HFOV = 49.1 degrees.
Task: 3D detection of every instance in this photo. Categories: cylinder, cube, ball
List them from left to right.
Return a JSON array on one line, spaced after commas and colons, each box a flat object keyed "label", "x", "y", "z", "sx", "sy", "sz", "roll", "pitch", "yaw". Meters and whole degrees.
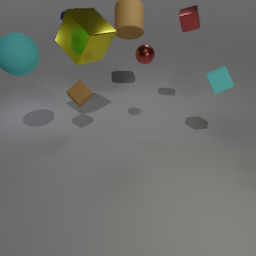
[{"label": "ball", "x": -3.700, "y": -2.458, "z": 9.381, "sx": 1.400, "sy": 1.400, "sz": 1.400, "roll": 0, "pitch": 32, "yaw": 0}, {"label": "cylinder", "x": -2.207, "y": -4.373, "z": 11.199, "sx": 0.700, "sy": 0.700, "sz": 0.700, "roll": 4, "pitch": 30, "yaw": 32}, {"label": "cube", "x": -1.862, "y": -1.316, "z": 10.824, "sx": 0.700, "sy": 0.700, "sz": 0.700, "roll": -45, "pitch": 1, "yaw": -9}, {"label": "cube", "x": -1.564, "y": -3.400, "z": 10.366, "sx": 1.400, "sy": 1.400, "sz": 1.400, "roll": 48, "pitch": 42, "yaw": 12}, {"label": "cylinder", "x": 0.057, "y": -5.177, "z": 13.388, "sx": 1.400, "sy": 1.400, "sz": 1.400, "roll": 0, "pitch": -8, "yaw": 0}, {"label": "ball", "x": 0.615, "y": -2.642, "z": 10.063, "sx": 0.700, "sy": 0.700, "sz": 0.700, "roll": 0, "pitch": 32, "yaw": 0}, {"label": "cube", "x": 2.463, "y": -4.337, "z": 11.132, "sx": 0.700, "sy": 0.700, "sz": 0.700, "roll": -7, "pitch": 41, "yaw": 21}, {"label": "cube", "x": 3.229, "y": -1.687, "z": 9.867, "sx": 0.700, "sy": 0.700, "sz": 0.700, "roll": -24, "pitch": 11, "yaw": 20}]
